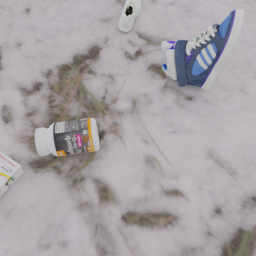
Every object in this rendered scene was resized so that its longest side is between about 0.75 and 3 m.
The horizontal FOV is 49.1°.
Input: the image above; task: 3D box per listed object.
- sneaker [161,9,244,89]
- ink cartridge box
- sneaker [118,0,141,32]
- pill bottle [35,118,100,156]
[{"bbox_3d":[1.847,-2.280,7.760,1.800,2.459,0.991,21,46,3],"label":"sneaker"},{"bbox_3d":[-3.263,1.195,6.989,0.737,0.428,1.018,31,57,10],"label":"ink cartridge box"},{"bbox_3d":[0.140,-4.080,9.601,0.588,0.670,1.673,18,63,-4],"label":"sneaker"},{"bbox_3d":[-1.556,0.263,7.316,1.541,0.896,0.896,-9,63,-3],"label":"pill bottle"}]
